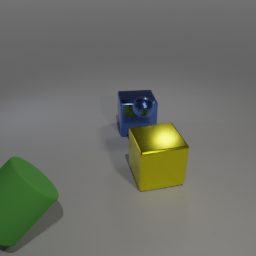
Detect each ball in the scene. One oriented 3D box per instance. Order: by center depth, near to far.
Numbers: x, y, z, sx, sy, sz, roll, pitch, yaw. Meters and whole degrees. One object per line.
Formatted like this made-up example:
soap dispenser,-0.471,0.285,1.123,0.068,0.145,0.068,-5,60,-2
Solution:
ball,0.505,-0.688,9.279,0.700,0.700,0.700,0,28,0

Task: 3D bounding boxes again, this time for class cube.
cube,0.858,0.832,8.430,1.400,1.400,1.400,-7,32,-11
cube,0.343,-0.613,11.194,1.400,1.400,1.400,-3,29,-6

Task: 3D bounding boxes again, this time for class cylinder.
cylinder,-2.534,1.601,6.252,1.400,1.400,1.400,-47,42,-5
